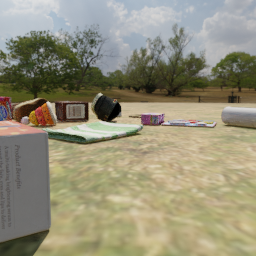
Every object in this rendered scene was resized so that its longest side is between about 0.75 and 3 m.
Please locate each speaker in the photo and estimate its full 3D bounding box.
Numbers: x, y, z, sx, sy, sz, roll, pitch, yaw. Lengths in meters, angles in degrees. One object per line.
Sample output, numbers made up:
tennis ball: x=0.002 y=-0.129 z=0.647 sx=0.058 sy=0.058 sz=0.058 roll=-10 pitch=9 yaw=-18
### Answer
speaker: x=4.354 y=-0.397 z=10.290 sx=0.719 sy=0.719 sz=1.770 roll=-4 pitch=7 yaw=-30

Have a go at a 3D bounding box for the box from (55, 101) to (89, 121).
box: x=-2.755 y=-0.842 z=13.465 sx=1.225 sy=0.917 sz=2.446 roll=-3 pitch=9 yaw=-21

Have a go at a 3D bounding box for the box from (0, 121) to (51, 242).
box: x=-1.612 y=0.425 z=2.327 sx=1.587 sy=0.844 sz=1.209 roll=-5 pitch=8 yaw=-35

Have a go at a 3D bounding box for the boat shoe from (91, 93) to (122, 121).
boat shoe: x=-0.784 y=-0.695 z=11.759 sx=0.886 sy=1.034 sz=2.828 roll=29 pitch=-3 yaw=7

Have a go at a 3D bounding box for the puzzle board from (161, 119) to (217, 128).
puzzle board: x=2.414 y=-0.198 z=10.936 sx=1.920 sy=0.167 sz=1.447 roll=2 pitch=7 yaw=22

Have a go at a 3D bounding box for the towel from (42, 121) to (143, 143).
towel: x=-0.930 y=0.071 z=8.018 sx=1.853 sy=0.284 sz=2.429 roll=6 pitch=9 yaw=38

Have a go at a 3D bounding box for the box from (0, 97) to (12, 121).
box: x=-4.712 y=-0.480 z=9.189 sx=1.060 sy=1.107 sz=2.220 roll=-6 pitch=9 yaw=-42

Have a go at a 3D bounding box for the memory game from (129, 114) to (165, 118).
memory game: x=1.004 y=-0.662 z=15.188 sx=2.014 sy=0.128 sz=2.014 roll=0 pitch=6 yaw=0

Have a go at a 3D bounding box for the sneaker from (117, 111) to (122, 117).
sneaker: x=-1.018 y=-0.998 z=15.715 sx=1.537 sy=0.680 sz=0.578 roll=3 pitch=8 yaw=27

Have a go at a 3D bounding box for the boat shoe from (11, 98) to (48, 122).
boat shoe: x=-4.618 y=-0.822 z=12.902 sx=1.036 sy=1.038 sz=2.878 roll=3 pitch=13 yaw=13

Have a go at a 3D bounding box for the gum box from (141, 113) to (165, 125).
gum box: x=1.047 y=-0.391 z=11.469 sx=0.697 sy=0.406 sz=1.229 roll=3 pitch=7 yaw=20

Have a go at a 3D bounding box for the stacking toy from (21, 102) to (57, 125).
stacking toy: x=-3.445 y=-0.384 z=10.752 sx=1.286 sy=0.940 sz=0.940 roll=-21 pitch=10 yaw=-10
